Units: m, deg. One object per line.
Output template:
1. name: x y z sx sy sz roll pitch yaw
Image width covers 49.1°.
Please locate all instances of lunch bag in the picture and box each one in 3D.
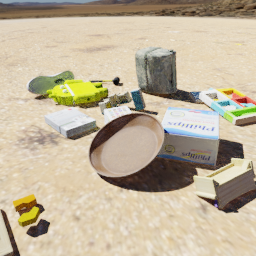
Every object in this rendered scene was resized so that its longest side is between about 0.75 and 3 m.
1. lunch bag: 1.557 -2.822 13.956 1.899 2.265 1.578 21 36 41

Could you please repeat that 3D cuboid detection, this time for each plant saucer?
1. plant saucer: -0.025 0.548 8.574 2.468 0.451 2.468 -16 43 16

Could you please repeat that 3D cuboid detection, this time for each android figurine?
1. android figurine: -2.477 -1.768 13.701 2.833 0.582 2.579 -8 29 -19

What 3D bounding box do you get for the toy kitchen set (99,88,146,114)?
1. toy kitchen set: -0.231 -0.972 12.131 1.565 0.922 1.253 -9 21 29

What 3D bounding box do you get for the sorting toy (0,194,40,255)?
1. sorting toy: -3.178 2.366 6.077 2.653 0.355 1.977 -16 27 -28

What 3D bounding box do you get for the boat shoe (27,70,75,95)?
1. boat shoe: -4.102 -2.330 14.591 0.945 0.960 2.708 -11 16 48

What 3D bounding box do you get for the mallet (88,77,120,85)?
1. mallet: -1.309 -2.659 15.697 1.788 0.368 0.589 4 28 15

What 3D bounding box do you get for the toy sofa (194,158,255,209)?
1. toy sofa: 2.638 1.455 7.545 1.682 0.821 0.697 -17 7 -29

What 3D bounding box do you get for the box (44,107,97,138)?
1. box: -2.284 -0.264 11.031 1.342 0.354 1.722 -22 36 -37

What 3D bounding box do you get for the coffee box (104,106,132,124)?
1. coffee box: -0.318 -0.164 10.093 0.894 0.895 0.885 -12 35 -16

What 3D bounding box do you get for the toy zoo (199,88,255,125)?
1. toy zoo: 4.557 -1.137 12.463 1.946 0.303 2.966 -10 35 -19

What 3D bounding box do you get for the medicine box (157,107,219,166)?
1. medicine box: 2.068 0.200 9.403 1.829 1.034 2.008 7 28 14

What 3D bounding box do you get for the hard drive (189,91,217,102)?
1. hard drive: 3.920 -1.543 13.637 1.598 0.210 1.054 -2 28 -6
